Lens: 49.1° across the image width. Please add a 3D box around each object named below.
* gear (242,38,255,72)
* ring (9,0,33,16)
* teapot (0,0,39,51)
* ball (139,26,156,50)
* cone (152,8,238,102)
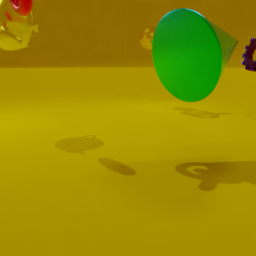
[{"bbox_3d":[4.026,-2.335,8.730,0.209,1.130,1.130,10,10,-16],"label":"gear"},{"bbox_3d":[-2.026,-2.630,5.074,0.227,1.137,1.137,-23,23,-28],"label":"ring"},{"bbox_3d":[-2.658,-2.429,6.664,0.990,1.257,2.022,5,37,-12],"label":"teapot"},{"bbox_3d":[0.950,-3.810,11.877,0.946,0.946,0.946,0,14,0],"label":"ball"},{"bbox_3d":[1.567,-1.474,5.220,1.602,1.596,1.596,-23,24,-30],"label":"cone"}]
